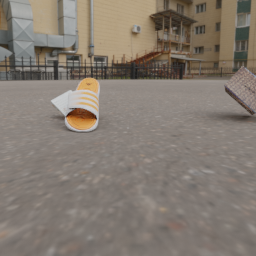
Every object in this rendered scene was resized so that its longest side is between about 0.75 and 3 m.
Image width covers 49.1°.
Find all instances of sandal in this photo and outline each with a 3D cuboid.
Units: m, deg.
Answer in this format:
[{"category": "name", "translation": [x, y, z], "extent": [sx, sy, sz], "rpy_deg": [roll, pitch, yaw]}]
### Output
[{"category": "sandal", "translation": [-1.376, -0.947, 8.563], "extent": [0.994, 0.743, 2.594], "rpy_deg": [0, 45, -1]}]

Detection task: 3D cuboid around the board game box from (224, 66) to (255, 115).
[{"category": "board game box", "translation": [4.199, -1.243, 9.790], "extent": [1.392, 0.845, 1.746], "rpy_deg": [46, 14, 15]}]

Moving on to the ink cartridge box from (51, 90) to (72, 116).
[{"category": "ink cartridge box", "translation": [-2.109, -0.835, 9.977], "extent": [0.868, 0.268, 1.071], "rpy_deg": [-34, 56, -22]}]
